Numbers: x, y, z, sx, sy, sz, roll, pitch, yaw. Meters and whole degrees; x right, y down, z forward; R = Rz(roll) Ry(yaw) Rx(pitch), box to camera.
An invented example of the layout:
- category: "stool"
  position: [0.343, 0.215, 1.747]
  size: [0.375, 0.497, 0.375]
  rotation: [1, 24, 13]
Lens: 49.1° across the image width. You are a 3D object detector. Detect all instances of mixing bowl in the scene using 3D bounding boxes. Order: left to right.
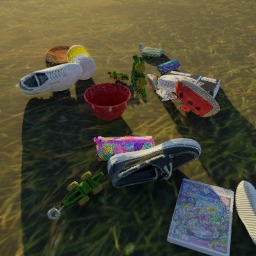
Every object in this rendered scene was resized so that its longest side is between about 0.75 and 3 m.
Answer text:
- category: "mixing bowl"
  position: [-0.792, -0.934, 11.070]
  size: [1.787, 0.968, 1.787]
  rotation: [0, 38, 0]

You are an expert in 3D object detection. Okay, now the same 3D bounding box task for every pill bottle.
- category: "pill bottle"
  position: [-2.388, -3.370, 13.996]
  size: [1.167, 1.167, 2.137]
  rotation: [-12, 40, -15]

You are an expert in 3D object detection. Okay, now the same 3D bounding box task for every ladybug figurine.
- category: "ladybug figurine"
  position: [2.270, -0.975, 9.479]
  size: [1.803, 0.648, 1.224]
  rotation: [37, -1, -8]

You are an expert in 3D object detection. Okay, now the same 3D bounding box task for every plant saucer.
- category: "plant saucer"
  position: [-3.727, -4.200, 15.717]
  size: [1.898, 0.355, 1.898]
  rotation: [0, 38, 0]

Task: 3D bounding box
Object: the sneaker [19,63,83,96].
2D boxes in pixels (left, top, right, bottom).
- category: "sneaker"
  position: [-3.290, -2.173, 12.223]
  size: [2.860, 1.151, 1.092]
  rotation: [-25, 89, -17]

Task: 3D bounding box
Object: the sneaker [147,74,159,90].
- category: "sneaker"
  position: [1.279, -2.194, 13.077]
  size: [0.514, 0.459, 1.287]
  rotation: [-11, 38, -7]

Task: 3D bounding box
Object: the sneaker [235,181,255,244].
- category: "sneaker"
  position: [3.474, 2.295, 7.330]
  size: [0.832, 0.750, 2.030]
  rotation: [20, 36, -13]

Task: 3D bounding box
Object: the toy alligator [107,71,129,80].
- category: "toy alligator"
  position: [-0.336, -2.440, 13.512]
  size: [1.417, 0.341, 0.470]
  rotation: [14, 39, 10]

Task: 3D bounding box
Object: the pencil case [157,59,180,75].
- category: "pencil case"
  position: [2.057, -3.102, 14.204]
  size: [1.161, 0.494, 0.537]
  rotation: [-26, 28, -28]

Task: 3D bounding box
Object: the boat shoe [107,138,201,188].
- category: "boat shoe"
  position: [0.891, 1.155, 8.461]
  size: [2.957, 1.045, 0.941]
  rotation: [-14, 40, -6]

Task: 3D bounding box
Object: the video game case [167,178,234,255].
- category: "video game case"
  position: [2.019, 2.333, 7.557]
  size: [1.489, 0.187, 2.079]
  rotation: [12, 40, 15]

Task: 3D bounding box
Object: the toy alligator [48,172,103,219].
- category: "toy alligator"
  position: [-1.465, 1.889, 7.885]
  size: [1.958, 0.470, 0.649]
  rotation: [-33, 81, -35]

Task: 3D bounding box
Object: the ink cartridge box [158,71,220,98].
- category: "ink cartridge box"
  position: [2.809, -2.022, 12.449]
  size: [2.380, 0.521, 2.403]
  rotation: [15, 27, 18]

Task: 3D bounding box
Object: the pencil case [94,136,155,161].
- category: "pencil case"
  position: [-0.098, 0.668, 9.152]
  size: [1.972, 0.871, 0.871]
  rotation: [-1, 38, -3]

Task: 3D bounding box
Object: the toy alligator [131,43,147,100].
- category: "toy alligator"
  position: [0.335, -2.041, 10.047]
  size: [0.536, 0.740, 2.232]
  rotation: [-3, 71, -3]

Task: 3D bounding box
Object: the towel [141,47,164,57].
- category: "towel"
  position: [1.371, -4.347, 16.001]
  size: [1.237, 0.226, 0.917]
  rotation: [15, 42, 19]

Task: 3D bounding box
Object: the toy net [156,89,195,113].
- category: "toy net"
  position: [2.148, -1.029, 11.670]
  size: [2.289, 0.442, 1.201]
  rotation: [19, 45, 25]
